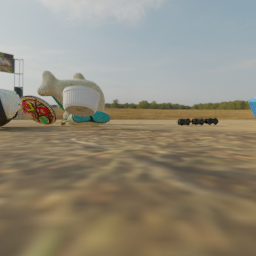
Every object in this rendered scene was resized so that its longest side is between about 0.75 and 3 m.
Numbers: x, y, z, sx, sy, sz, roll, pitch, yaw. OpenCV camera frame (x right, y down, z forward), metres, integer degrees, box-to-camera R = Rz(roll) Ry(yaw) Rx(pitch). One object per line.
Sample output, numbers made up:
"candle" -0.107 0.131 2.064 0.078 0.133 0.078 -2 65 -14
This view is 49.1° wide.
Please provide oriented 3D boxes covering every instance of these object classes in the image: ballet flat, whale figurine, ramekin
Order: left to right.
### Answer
"ballet flat" -3.161 -0.587 6.973 1.022 1.022 2.796 -1 -4 -18
"whale figurine" -2.463 -1.287 11.993 2.947 2.344 1.529 21 -25 -30
"ramekin" -1.115 -0.600 6.594 0.876 0.460 0.876 3 -19 1
"ballet flat" -1.181 -0.249 8.385 1.391 0.483 0.483 0 2 -41

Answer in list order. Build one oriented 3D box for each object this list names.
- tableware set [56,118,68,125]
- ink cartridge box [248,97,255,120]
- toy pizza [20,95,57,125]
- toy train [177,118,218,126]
"tableware set" -1.700 -0.249 9.226 1.202 0.185 0.810 -9 13 17
"ink cartridge box" 4.094 -0.636 6.445 1.422 0.828 1.966 -28 9 -14
"toy pizza" -2.840 -0.504 8.751 1.271 0.201 1.271 12 -39 10
"toy train" 2.293 -0.223 9.339 1.463 0.249 0.335 -1 9 -11
